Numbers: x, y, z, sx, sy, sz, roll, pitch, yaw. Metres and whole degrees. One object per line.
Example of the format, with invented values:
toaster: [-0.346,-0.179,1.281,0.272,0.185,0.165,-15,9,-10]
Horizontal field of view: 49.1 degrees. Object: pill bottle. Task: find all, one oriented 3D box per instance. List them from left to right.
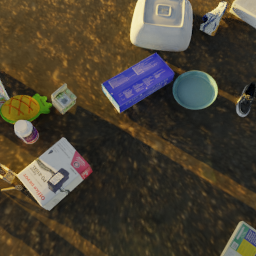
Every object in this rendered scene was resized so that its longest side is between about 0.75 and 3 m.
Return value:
pill bottle: [-3.864,0.129,10.628,0.660,1.173,0.660,0,68,-1]

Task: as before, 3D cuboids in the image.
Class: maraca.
maraca: [-4.052,-0.792,11.163,1.961,1.049,1.344,-23,64,-32]

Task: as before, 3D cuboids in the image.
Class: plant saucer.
plant saucer: [2.766,-1.546,11.633,1.814,0.249,1.814,-2,69,6]

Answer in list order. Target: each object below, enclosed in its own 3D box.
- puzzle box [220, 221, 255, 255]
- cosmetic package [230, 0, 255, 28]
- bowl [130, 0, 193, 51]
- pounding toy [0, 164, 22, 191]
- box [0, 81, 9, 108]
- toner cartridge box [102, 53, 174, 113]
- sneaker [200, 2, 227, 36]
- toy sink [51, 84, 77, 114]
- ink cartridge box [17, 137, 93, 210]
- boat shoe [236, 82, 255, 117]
puzzle box: [3.862,4.598,9.177,1.663,0.318,2.500,35,71,14]
cosmetic package: [5.906,-5.558,13.362,1.762,0.628,0.893,42,73,16]
bowl: [1.621,-5.033,12.926,2.859,1.067,2.855,8,68,2]
pounding toy: [-4.511,1.822,10.113,1.386,0.792,0.795,29,70,12]
box: [-6.026,-1.816,11.387,1.437,1.295,2.554,-29,70,-11]
toner cartridge box: [0.433,-1.936,11.821,2.811,0.607,1.335,-32,69,-13]
sneaker: [4.026,-5.296,13.196,0.868,0.741,1.970,23,68,9]
toy sink: [-2.519,-1.119,11.119,0.642,1.146,0.747,43,70,2]
ink cartridge box: [-2.605,1.653,10.128,2.116,0.892,1.532,-41,73,-16]
boat shoe: [4.953,-1.225,11.559,0.561,0.532,1.604,27,69,11]
